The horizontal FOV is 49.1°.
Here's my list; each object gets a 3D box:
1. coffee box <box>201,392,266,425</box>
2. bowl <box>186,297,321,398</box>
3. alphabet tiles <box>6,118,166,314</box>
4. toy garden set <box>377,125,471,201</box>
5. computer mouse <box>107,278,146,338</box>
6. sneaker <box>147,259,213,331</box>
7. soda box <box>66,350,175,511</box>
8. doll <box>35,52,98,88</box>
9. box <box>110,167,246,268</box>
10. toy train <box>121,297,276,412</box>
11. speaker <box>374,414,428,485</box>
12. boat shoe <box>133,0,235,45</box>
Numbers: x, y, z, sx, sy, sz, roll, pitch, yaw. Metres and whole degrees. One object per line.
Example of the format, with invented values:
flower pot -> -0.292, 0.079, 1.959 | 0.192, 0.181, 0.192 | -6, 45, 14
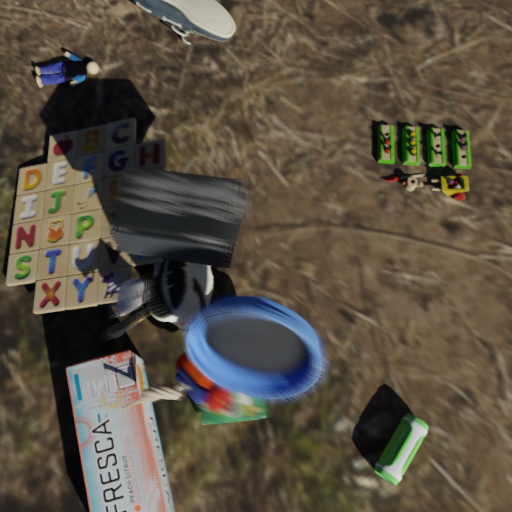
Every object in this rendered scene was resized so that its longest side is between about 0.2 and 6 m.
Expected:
coffee box -> -0.436, 2.635, 10.118 | 1.140, 0.251, 0.701 | -5, 68, -9
bowl -> -0.020, 1.303, 7.881 | 1.903, 1.903, 0.373 | 14, 44, 5
alphabet tiles -> -3.323, -0.878, 10.995 | 3.284, 0.125, 3.947 | -9, 67, 13
toy garden set -> 3.560, -2.018, 11.749 | 1.955, 0.390, 1.630 | 4, 71, 1
computer mouse -> -2.190, 0.774, 9.510 | 0.714, 0.286, 1.303 | -35, 32, 12
sneaker -> -1.383, 0.127, 10.779 | 1.081, 1.173, 2.932 | -16, 53, 25
soda box -> -2.178, 3.500, 9.356 | 1.151, 1.238, 3.620 | -14, 71, -5
doll -> -4.216, -4.155, 12.537 | 1.348, 0.327, 0.920 | -9, 71, -3
box -> -1.197, -0.614, 8.892 | 1.809, 0.713, 1.276 | 9, 61, 10
toy train -> -0.764, 1.609, 9.152 | 2.780, 1.609, 1.177 | -6, 33, -42
speaker -> 2.541, 3.374, 9.798 | 0.515, 0.515, 1.164 | 33, 74, 11
boat shoe -> -1.683, -5.512, 12.734 | 2.554, 0.790, 0.956 | 25, 57, -3
